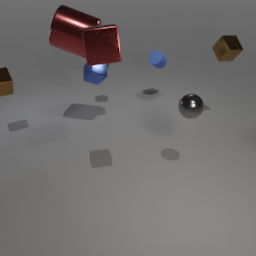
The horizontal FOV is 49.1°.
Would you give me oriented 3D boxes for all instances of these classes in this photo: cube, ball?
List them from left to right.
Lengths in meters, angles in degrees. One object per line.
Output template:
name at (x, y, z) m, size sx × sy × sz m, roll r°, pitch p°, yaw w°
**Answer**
cube at (-4.467, -1.589, 9.773) m, size 0.700 × 0.700 × 0.700 m, roll -18°, pitch 64°, yaw -29°
cube at (-1.301, -2.230, 11.077) m, size 0.700 × 0.700 × 0.700 m, roll 12°, pitch 61°, yaw -34°
cube at (-0.540, -1.719, 5.755) m, size 0.700 × 0.700 × 0.700 m, roll -9°, pitch 24°, yaw -4°
ball at (1.749, -0.604, 7.770) m, size 0.700 × 0.700 × 0.700 m, roll 0°, pitch 29°, yaw 0°
cube at (3.794, -3.033, 10.687) m, size 0.700 × 0.700 × 0.700 m, roll -8°, pitch 68°, yaw -22°

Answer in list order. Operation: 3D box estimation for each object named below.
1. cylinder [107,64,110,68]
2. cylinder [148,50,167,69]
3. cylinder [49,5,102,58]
cylinder at (-1.137, -3.006, 12.330) m, size 0.700 × 0.700 × 0.700 m, roll -4°, pitch -14°, yaw -8°
cylinder at (1.437, -3.296, 13.501) m, size 0.700 × 0.700 × 0.700 m, roll 18°, pitch 3°, yaw 29°
cylinder at (-1.769, -3.245, 9.541) m, size 1.400 × 1.400 × 1.400 m, roll 19°, pitch 29°, yaw -5°
